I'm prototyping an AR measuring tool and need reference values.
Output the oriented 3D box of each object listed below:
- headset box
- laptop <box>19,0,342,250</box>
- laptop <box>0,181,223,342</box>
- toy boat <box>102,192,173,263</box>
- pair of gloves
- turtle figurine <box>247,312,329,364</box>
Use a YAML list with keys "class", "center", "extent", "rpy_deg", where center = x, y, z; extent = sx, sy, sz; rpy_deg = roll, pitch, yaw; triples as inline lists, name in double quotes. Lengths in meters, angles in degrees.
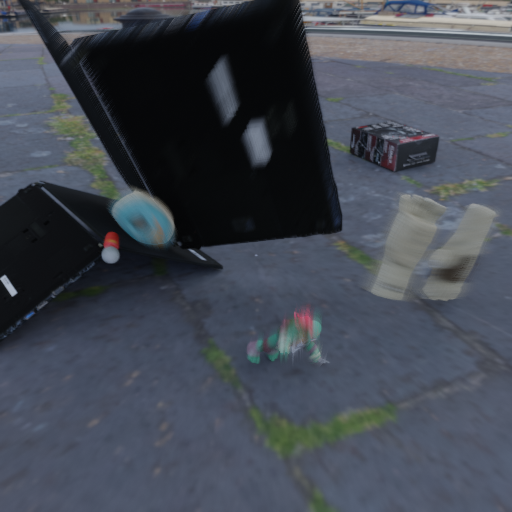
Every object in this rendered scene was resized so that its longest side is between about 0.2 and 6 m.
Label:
- class: "headset box"
  center: [3.855, -3.046, 15.473]
  extent: [1.550, 0.805, 2.083]
  rpy_deg: [-16, 33, -27]
- class: "laptop"
  center: [-1.139, -2.198, 8.697]
  extent: [4.472, 3.964, 2.310]
  rpy_deg: [-6, 50, 14]
- class: "laptop"
  center: [-3.300, 0.152, 10.069]
  extent: [3.861, 1.994, 3.422]
  rpy_deg: [-42, 44, -16]
- class: "toy boat"
  center: [-1.768, -0.342, 8.088]
  extent: [1.160, 0.975, 0.539]
  rpy_deg: [-33, 40, 21]
- class: "pair of gloves"
  center: [2.694, -0.085, 8.566]
  extent: [1.935, 1.645, 0.339]
  rpy_deg: [4, 22, -29]
- class: "turtle figurine"
  center: [0.498, 1.137, 7.389]
  extent: [0.909, 0.611, 1.214]
  rpy_deg: [24, -34, -38]
